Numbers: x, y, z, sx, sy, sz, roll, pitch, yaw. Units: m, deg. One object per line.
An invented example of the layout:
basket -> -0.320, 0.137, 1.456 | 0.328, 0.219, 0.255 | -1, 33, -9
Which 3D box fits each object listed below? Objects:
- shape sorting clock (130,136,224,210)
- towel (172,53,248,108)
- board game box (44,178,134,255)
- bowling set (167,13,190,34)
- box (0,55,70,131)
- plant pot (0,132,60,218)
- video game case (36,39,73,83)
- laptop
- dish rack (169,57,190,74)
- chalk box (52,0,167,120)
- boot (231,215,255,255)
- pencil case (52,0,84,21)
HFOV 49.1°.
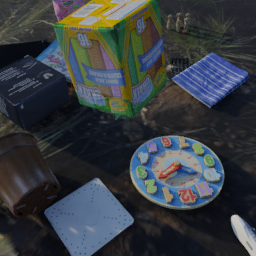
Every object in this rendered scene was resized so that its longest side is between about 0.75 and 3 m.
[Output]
shape sorting clock -> 1.303, 1.067, 7.540 | 2.500, 0.490, 2.500 | 0, 46, 0
towel -> 3.119, -1.894, 10.404 | 2.537, 0.303, 1.837 | -35, 63, -29
board game box -> -0.930, 2.143, 6.688 | 1.566, 0.203, 1.566 | -30, 52, -26
bowling set -> 2.615, -5.000, 13.318 | 1.344, 0.722, 0.935 | -22, 49, -20
box -> -3.361, -1.232, 9.308 | 1.986, 1.166, 1.953 | 30, 53, 26
plant pot -> -2.571, 1.191, 6.796 | 1.587, 1.587, 1.571 | -30, 60, -26
video game case -> -1.920, -2.457, 10.794 | 2.814, 0.251, 2.014 | 22, 49, 5
laptop -> -4.446, -2.856, 11.635 | 2.320, 1.352, 2.617 | -10, 21, -10
dish rack -> 2.068, -2.443, 11.135 | 0.844, 0.300, 1.101 | 3, 47, 5
chalk box -> -0.180, -1.148, 5.355 | 1.369, 2.212, 1.376 | 16, 49, 31
boot -> 2.841, 2.457, 6.296 | 0.523, 0.421, 1.158 | -11, 53, -21
pencil case -> -1.557, -3.116, 7.487 | 0.825, 1.887, 0.825 | 1, 77, -2
